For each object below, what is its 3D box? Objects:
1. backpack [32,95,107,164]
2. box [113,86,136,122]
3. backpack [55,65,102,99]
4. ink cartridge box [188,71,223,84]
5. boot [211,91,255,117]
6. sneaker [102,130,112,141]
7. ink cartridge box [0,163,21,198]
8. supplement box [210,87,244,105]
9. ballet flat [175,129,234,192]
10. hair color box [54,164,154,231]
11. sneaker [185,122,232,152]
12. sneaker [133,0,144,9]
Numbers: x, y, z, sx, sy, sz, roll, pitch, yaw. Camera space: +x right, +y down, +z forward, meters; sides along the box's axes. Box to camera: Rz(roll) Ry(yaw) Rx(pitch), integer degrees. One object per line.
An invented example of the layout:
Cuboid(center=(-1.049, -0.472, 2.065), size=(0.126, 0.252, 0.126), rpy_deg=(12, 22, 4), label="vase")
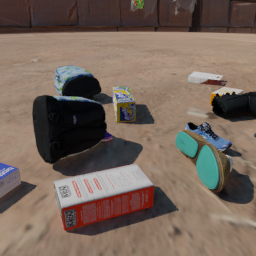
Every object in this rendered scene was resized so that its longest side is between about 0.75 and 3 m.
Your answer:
Cuboid(center=(-1.408, -0.096, 7.148), size=(1.991, 1.624, 1.531), rpy_deg=(-12, 12, -40), label="backpack")
Cuboid(center=(-0.171, -0.894, 9.963), size=(0.647, 0.705, 2.014), rpy_deg=(-2, 23, -5), label="box")
Cuboid(center=(-2.273, -1.870, 11.630), size=(1.632, 1.538, 2.000), rpy_deg=(-20, 15, -22), label="backpack")
Cuboid(center=(3.954, -2.512, 14.259), size=(1.532, 0.384, 1.233), rpy_deg=(15, 27, 22), label="ink cartridge box")
Cuboid(center=(3.926, -0.683, 9.461), size=(1.673, 0.755, 2.041), rpy_deg=(-8, 28, -9), label="boot")
Cuboid(center=(-0.756, 0.090, 8.096), size=(0.347, 0.382, 0.863), rpy_deg=(-13, 28, -31), label="sneaker")
Cuboid(center=(-3.061, 1.260, 5.318), size=(0.875, 0.412, 1.862), rpy_deg=(11, 26, 22), label="ink cartridge box")
Cuboid(center=(3.869, -1.201, 10.973), size=(0.817, 0.477, 1.296), rpy_deg=(19, 30, 37), label="supplement box")
Cuboid(center=(1.860, 0.689, 6.429), size=(0.843, 0.790, 2.329), rpy_deg=(11, 16, -16), label="ballet flat")
Cuboid(center=(-0.454, 1.231, 5.249), size=(1.698, 0.520, 0.862), rpy_deg=(-8, 25, -20), label="hair color box")
Cuboid(center=(2.089, 0.209, 7.497), size=(0.559, 0.634, 1.423), rpy_deg=(-22, 32, -40), label="sneaker")
Cuboid(center=(0.214, -3.623, 7.500), size=(0.360, 0.938, 0.393), rpy_deg=(-13, -3, 16), label="sneaker")
